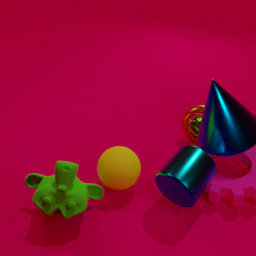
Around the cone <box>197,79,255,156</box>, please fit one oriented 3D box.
[{"bbox_3d":[2.170,-0.469,6.522,1.600,1.606,1.600,-20,33,14],"label":"cone"}]

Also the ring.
[{"bbox_3d":[2.127,-0.093,8.035,1.185,1.185,0.237,11,30,13],"label":"ring"}]

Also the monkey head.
[{"bbox_3d":[-1.379,1.242,6.065,1.816,1.306,1.094,12,10,-7],"label":"monkey head"}]

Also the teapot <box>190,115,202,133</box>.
[{"bbox_3d":[2.289,-0.147,8.571,1.066,0.522,0.663,-3,26,-18],"label":"teapot"}]

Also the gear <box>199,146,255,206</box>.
[{"bbox_3d":[2.508,1.009,7.019,2.046,0.378,2.046,-7,34,5],"label":"gear"}]

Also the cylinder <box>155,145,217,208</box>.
[{"bbox_3d":[1.265,1.044,6.129,0.992,0.992,0.992,27,55,30],"label":"cylinder"}]

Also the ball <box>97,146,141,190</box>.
[{"bbox_3d":[-0.216,0.960,6.725,1.035,1.035,1.035,0,39,0],"label":"ball"}]
